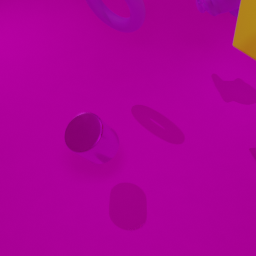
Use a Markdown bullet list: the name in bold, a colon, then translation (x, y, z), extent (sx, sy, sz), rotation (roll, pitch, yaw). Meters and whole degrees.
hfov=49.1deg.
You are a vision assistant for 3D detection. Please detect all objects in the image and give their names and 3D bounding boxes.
- **cylinder**: translation (-0.710, 0.225, 5.653), extent (0.840, 0.840, 0.840), rotation (-9, 65, 19)
- **ring**: translation (-0.345, -2.892, 6.372), extent (1.710, 1.710, 0.342), rotation (30, 74, 20)
- **monkey head**: translation (2.447, -3.635, 7.534), extent (1.152, 1.375, 1.911), rotation (-20, 95, 3)
- **cube**: translation (2.941, -2.031, 5.353), extent (1.228, 1.228, 1.228), rotation (-4, 32, -6)
